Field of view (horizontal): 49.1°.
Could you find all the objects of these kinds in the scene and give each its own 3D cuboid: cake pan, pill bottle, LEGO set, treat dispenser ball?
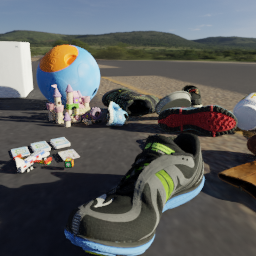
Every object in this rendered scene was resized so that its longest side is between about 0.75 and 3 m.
[{"bbox_3d":[1.547,-0.721,9.425,1.291,1.291,0.237,-6,56,-19],"label":"cake pan"},{"bbox_3d":[3.820,-0.489,8.683,0.975,0.975,1.756,10,20,30],"label":"pill bottle"},{"bbox_3d":[-1.876,0.514,6.330,1.365,0.448,1.827,-12,20,-25],"label":"LEGO set"},{"bbox_3d":[-2.421,-2.082,11.474,2.539,2.539,2.539,0,17,0],"label":"treat dispenser ball"}]

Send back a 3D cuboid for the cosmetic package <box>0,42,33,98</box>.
[{"bbox_3d":[-5.953,-3.045,14.334,1.616,2.620,2.629,-3,16,-11],"label":"cosmetic package"}]

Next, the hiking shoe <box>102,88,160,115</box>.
[{"bbox_3d":[-0.031,-0.991,10.492,2.378,0.900,1.197,8,15,22],"label":"hiking shoe"}]

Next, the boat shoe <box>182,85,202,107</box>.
[{"bbox_3d":[2.728,-1.384,12.181,0.868,0.743,2.372,3,18,7],"label":"boat shoe"}]

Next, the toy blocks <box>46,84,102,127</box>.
[{"bbox_3d":[-1.825,-0.847,9.379,1.406,1.266,1.504,-12,20,-36],"label":"toy blocks"}]

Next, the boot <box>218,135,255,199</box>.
[{"bbox_3d":[2.599,0.754,5.629,1.912,0.655,1.800,-17,27,-21],"label":"boot"}]

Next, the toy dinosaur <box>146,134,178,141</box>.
[{"bbox_3d":[1.102,0.324,7.104,0.690,0.371,1.565,-14,17,-22],"label":"toy dinosaur"}]

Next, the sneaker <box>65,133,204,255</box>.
[{"bbox_3d":[0.248,0.750,4.058,1.056,1.234,2.978,10,19,36],"label":"sneaker"}]

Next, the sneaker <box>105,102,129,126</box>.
[{"bbox_3d":[-0.362,-0.386,9.341,0.727,0.634,1.616,16,19,-9],"label":"sneaker"}]

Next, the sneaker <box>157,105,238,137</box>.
[{"bbox_3d":[2.084,-0.346,8.388,2.253,0.893,1.076,6,16,18],"label":"sneaker"}]
